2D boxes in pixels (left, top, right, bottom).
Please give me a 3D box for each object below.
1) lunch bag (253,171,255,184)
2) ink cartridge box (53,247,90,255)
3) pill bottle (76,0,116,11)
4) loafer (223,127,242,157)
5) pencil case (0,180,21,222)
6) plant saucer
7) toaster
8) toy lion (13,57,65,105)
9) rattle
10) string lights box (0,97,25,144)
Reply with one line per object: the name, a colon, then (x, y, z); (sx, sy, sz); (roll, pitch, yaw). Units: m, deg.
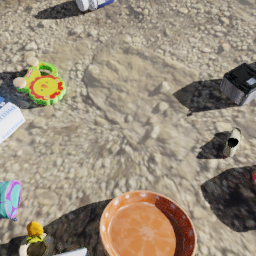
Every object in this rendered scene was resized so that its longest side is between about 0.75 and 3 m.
lunch bag: (4.909, 1.683, 8.355); (1.632, 0.759, 1.853); (-24, 59, -22)
ink cartridge box: (-1.892, 3.719, 6.786); (2.081, 0.617, 1.080); (-12, 74, -8)
pill bottle: (-1.569, -6.494, 13.878); (1.902, 1.056, 1.056); (-30, 60, -20)
loafer: (3.564, 0.411, 9.399); (0.472, 0.426, 1.247); (21, 58, 14)
pencil case: (-4.355, 2.119, 7.718); (2.609, 1.205, 1.110); (-5, 55, -4)
plant saucer: (0.505, 2.749, 7.372); (2.547, 0.411, 2.547); (8, 37, -6)
toaster: (4.331, -1.647, 10.603); (1.401, 0.832, 1.267); (-31, 60, -20)
toy lion: (-3.293, -1.765, 10.892); (1.850, 0.663, 1.930); (13, 55, 0)
rattle: (-2.466, 3.268, 7.087); (0.921, 1.011, 1.415); (28, 51, -4)
string lights box: (-5.241, -0.612, 9.855); (2.846, 0.839, 1.462); (28, 59, 18)
